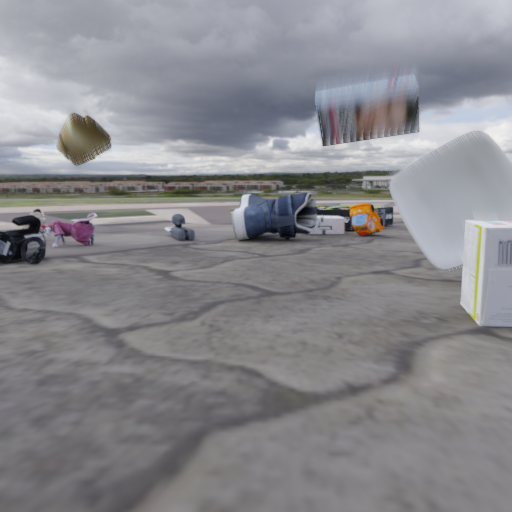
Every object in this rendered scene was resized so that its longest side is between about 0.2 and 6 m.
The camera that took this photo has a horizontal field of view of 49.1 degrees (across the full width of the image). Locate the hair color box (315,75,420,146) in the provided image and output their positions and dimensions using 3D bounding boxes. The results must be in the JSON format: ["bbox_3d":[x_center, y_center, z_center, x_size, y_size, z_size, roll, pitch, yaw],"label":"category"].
[{"bbox_3d":[1.964,-2.550,9.903,1.731,0.857,0.525,-7,39,12],"label":"hair color box"}]

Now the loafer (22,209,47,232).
[{"bbox_3d":[-6.289,-1.005,15.903,0.683,0.598,1.901,-3,8,-19],"label":"loafer"}]

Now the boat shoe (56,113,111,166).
[{"bbox_3d":[-3.522,-2.262,11.312,0.967,0.867,2.612,44,4,-13],"label":"boat shoe"}]

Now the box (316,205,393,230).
[{"bbox_3d":[2.404,-1.234,17.444,2.808,0.691,2.907,8,10,35],"label":"box"}]

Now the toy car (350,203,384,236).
[{"bbox_3d":[2.208,-0.875,14.731,2.158,1.059,0.718,4,53,25],"label":"toy car"}]

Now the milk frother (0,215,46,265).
[{"bbox_3d":[-4.001,-0.159,9.891,0.952,0.859,0.896,45,16,5],"label":"milk frother"}]

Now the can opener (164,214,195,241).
[{"bbox_3d":[-1.913,-0.728,13.918,0.456,0.572,1.711,-3,8,-20],"label":"can opener"}]

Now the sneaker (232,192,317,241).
[{"bbox_3d":[0.544,-1.073,14.033,1.973,1.038,2.730,-10,16,7],"label":"sneaker"}]

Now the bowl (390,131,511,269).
[{"bbox_3d":[2.789,-0.731,7.634,1.532,1.534,0.573,-31,-11,19],"label":"bowl"}]

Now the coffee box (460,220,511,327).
[{"bbox_3d":[2.708,0.147,5.741,0.980,0.982,0.971,1,8,9],"label":"coffee box"}]

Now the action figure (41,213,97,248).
[{"bbox_3d":[-4.081,-0.582,12.164,1.136,0.846,0.761,12,8,-24],"label":"action figure"}]

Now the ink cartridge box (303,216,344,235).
[{"bbox_3d":[1.754,-0.832,15.102,1.111,0.468,0.811,-1,8,-5],"label":"ink cartridge box"}]
